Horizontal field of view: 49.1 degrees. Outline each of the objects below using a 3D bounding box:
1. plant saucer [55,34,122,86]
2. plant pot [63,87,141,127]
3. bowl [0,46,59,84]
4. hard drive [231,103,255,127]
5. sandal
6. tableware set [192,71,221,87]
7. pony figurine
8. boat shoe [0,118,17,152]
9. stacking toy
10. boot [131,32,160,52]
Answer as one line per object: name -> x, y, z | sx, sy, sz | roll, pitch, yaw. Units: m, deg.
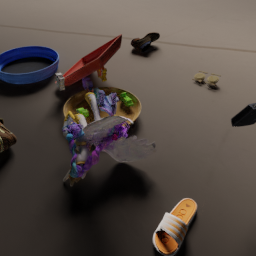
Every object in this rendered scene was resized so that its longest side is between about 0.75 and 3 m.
plant saucer -> -1.339, -2.429, 10.345 | 2.254, 0.414, 2.249 | -19, 27, 34
plant pot -> -0.791, -0.552, 8.829 | 2.414, 0.332, 2.414 | 0, 40, 0
bowl -> -3.994, -2.535, 11.134 | 2.528, 0.496, 2.528 | 0, 39, 0
hard drive -> 2.736, -0.298, 6.190 | 1.005, 0.678, 0.213 | -5, 57, -41
sandal -> 0.989, 1.885, 5.738 | 0.569, 0.426, 1.485 | 22, 44, 25
tableware set -> 2.946, -1.835, 10.528 | 0.942, 0.189, 0.623 | 21, 55, 32
pony figurine -> -0.689, 0.130, 7.023 | 2.270, 1.958, 2.351 | -24, 47, 17
boat shoe -> -3.908, -0.005, 7.922 | 2.121, 0.783, 0.784 | 36, 38, 27
stacking toy -> -1.154, -1.274, 9.244 | 1.778, 0.554, 2.358 | -18, 47, -26
boot -> 0.954, -3.887, 12.859 | 1.525, 0.570, 0.739 | -25, 57, -17
